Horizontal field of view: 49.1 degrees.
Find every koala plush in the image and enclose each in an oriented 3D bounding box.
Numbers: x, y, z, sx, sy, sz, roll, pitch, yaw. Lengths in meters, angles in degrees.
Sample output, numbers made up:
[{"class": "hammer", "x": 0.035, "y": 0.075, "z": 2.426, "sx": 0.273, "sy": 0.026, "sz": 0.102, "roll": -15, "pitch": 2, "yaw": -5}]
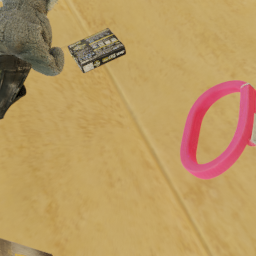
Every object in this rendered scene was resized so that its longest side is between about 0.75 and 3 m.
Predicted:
[{"class": "koala plush", "x": -2.174, "y": -2.338, "z": 5.913, "sx": 1.729, "sy": 1.792, "sz": 1.950, "roll": 8, "pitch": 81, "yaw": -5}]

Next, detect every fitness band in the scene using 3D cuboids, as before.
[{"class": "fitness band", "x": 1.602, "y": -0.045, "z": 5.037, "sx": 0.385, "sy": 1.478, "sz": 2.057, "roll": 36, "pitch": 54, "yaw": -23}]

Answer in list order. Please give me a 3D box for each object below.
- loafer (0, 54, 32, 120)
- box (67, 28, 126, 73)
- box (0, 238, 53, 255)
[{"class": "loafer", "x": -2.352, "y": -0.704, "z": 5.538, "sx": 0.643, "sy": 1.831, "sz": 0.622, "roll": 4, "pitch": 59, "yaw": -30}, {"class": "box", "x": -0.560, "y": -1.384, "z": 4.954, "sx": 0.850, "sy": 0.209, "sz": 0.685, "roll": -28, "pitch": 56, "yaw": -10}, {"class": "box", "x": -2.078, "y": 1.974, "z": 3.285, "sx": 2.018, "sy": 1.598, "sz": 0.488, "roll": -21, "pitch": 58, "yaw": -2}]
